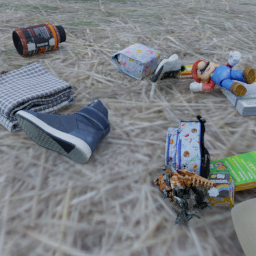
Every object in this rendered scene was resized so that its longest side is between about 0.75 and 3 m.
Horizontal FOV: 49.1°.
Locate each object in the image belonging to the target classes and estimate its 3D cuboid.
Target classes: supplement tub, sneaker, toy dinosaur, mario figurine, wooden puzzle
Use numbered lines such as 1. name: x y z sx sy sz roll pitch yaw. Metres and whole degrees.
1. supplement tub: -4.705 -4.843 15.122 2.660 1.423 1.423 -26 43 -32
2. sneaker: 1.716 -2.414 11.737 0.884 0.824 2.230 44 48 9
3. toy dinosaur: 1.212 1.391 6.289 0.935 1.243 1.831 -24 -2 -10
4. mario figurine: 3.429 -2.167 11.025 1.710 1.469 2.771 -23 29 -21
5. wooden puzzle: 2.887 -2.681 13.044 1.344 0.250 1.243 0 35 0
6. sneaker: -1.862 -0.239 8.682 2.762 1.050 1.996 24 52 16

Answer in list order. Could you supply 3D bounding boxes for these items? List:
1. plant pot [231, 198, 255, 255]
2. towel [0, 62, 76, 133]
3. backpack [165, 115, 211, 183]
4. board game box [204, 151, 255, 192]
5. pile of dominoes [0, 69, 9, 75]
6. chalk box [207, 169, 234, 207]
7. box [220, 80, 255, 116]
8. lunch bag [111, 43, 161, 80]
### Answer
1. plant pot: 3.075 2.145 4.725 2.315 2.315 1.554 1 60 2
2. towel: -3.626 -1.233 10.125 2.354 1.217 2.843 27 43 32
3. backpack: 1.543 0.680 7.263 1.185 1.539 1.466 -8 43 13
4. board game box: 3.031 1.053 7.059 2.176 0.326 1.039 -15 31 19
5. pile of dominoes: -5.108 -1.535 10.355 0.274 1.722 1.342 56 41 0
6. chalk box: 2.194 1.364 6.587 0.512 0.508 0.820 -5 49 30
7. box: 4.751 -1.222 10.793 1.657 0.438 2.126 -3 36 -6
8. lunch bag: 0.359 -3.148 12.979 1.788 1.137 1.516 31 46 22
